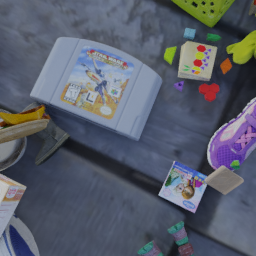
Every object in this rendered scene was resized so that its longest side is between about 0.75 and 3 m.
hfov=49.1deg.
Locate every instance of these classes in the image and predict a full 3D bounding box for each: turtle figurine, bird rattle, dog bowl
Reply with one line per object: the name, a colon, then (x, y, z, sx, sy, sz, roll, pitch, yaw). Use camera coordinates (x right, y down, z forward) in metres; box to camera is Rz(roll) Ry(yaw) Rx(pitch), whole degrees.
turtle figurine: (1.397, 3.424, 6.004, 1.866, 1.255, 2.492, -28, 66, -19)
bird rattle: (4.063, -2.074, 7.133, 2.771, 1.561, 2.259, -24, 93, -17)
dog bowl: (-3.240, 0.327, 6.909, 1.543, 0.452, 1.543, 0, 80, -1)

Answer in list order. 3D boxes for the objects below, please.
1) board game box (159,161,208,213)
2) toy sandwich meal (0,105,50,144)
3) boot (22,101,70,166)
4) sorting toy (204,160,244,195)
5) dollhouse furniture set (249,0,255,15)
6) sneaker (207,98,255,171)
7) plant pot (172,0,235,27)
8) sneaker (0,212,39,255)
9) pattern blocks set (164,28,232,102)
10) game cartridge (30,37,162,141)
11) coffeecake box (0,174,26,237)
board game box: (1.375, 1.431, 6.853, 0.946, 0.195, 0.943, 25, 81, 4)
toy sandwich meal: (-2.409, -0.090, 6.003, 1.605, 1.605, 0.550, -19, 90, -3)
boot: (-2.234, 0.124, 6.938, 1.289, 0.468, 1.172, 42, 69, 0)
sorting toy: (2.376, 1.143, 6.629, 0.692, 0.138, 0.936, 34, 119, -14)
dollhouse furniture set: (3.902, -3.939, 7.320, 1.943, 1.001, 1.922, 19, 82, 2)
sneaker: (2.872, 0.063, 6.652, 0.965, 1.061, 2.400, 43, 84, 5)
plant pot: (2.147, -3.839, 7.127, 1.542, 1.406, 1.550, 37, 83, 5)
sneaker: (-3.357, 2.498, 6.299, 1.635, 1.144, 2.832, -40, 76, -2)
pattern blocks set: (1.766, -1.694, 7.174, 1.694, 0.156, 1.928, 23, 71, 11)
game cartridge: (-0.745, -1.112, 7.120, 2.958, 0.614, 1.969, 22, 85, 4)
coffeecake box: (-3.342, 1.780, 5.498, 1.651, 0.786, 2.151, 23, 79, 10)
